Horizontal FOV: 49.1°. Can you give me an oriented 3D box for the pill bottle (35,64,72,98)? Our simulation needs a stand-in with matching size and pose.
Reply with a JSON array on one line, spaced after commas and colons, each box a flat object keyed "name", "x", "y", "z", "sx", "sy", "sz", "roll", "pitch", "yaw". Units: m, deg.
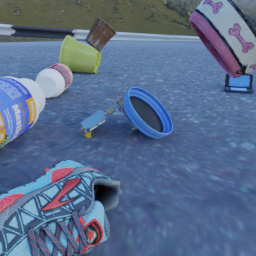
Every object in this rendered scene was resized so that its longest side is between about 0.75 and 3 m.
[{"name": "pill bottle", "x": -3.229, "y": -2.041, "z": 12.152, "sx": 1.220, "sy": 1.220, "sz": 2.161, "roll": 1, "pitch": 21, "yaw": 2}]

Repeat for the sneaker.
[{"name": "sneaker", "x": -0.927, "y": 1.252, "z": 3.822, "sx": 1.318, "sy": 1.094, "sz": 2.760, "roll": 9, "pitch": 23, "yaw": 18}]

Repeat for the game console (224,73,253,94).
[{"name": "game console", "x": 5.139, "y": -2.074, "z": 12.950, "sx": 1.230, "sy": 0.728, "sz": 1.050, "roll": 5, "pitch": 21, "yaw": 16}]

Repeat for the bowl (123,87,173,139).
[{"name": "bowl", "x": 0.550, "y": -0.418, "z": 7.869, "sx": 1.666, "sy": 0.327, "sz": 1.666, "roll": 32, "pitch": 34, "yaw": -25}]

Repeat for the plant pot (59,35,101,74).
[{"name": "plant pot", "x": -2.798, "y": -4.263, "z": 17.098, "sx": 2.096, "sy": 2.280, "sz": 2.280, "roll": 14, "pitch": 22, "yaw": 2}]

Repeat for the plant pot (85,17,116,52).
[{"name": "plant pot", "x": -0.877, "y": -2.807, "z": 8.545, "sx": 0.767, "sy": 0.759, "sz": 0.767, "roll": 36, "pitch": 5, "yaw": -4}]

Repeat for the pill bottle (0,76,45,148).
[{"name": "pill bottle", "x": -3.405, "y": -0.440, "z": 7.397, "sx": 1.657, "sy": 1.657, "sz": 2.957, "roll": 4, "pitch": 21, "yaw": 11}]

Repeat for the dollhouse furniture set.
[{"name": "dollhouse furniture set", "x": -0.527, "y": -0.078, "z": 8.338, "sx": 1.503, "sy": 0.981, "sz": 1.419, "roll": -33, "pitch": 0, "yaw": 0}]

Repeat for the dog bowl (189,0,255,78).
[{"name": "dog bowl", "x": 1.817, "y": -1.678, "z": 5.244, "sx": 0.637, "sy": 1.727, "sz": 1.727, "roll": -37, "pitch": 14, "yaw": 16}]
